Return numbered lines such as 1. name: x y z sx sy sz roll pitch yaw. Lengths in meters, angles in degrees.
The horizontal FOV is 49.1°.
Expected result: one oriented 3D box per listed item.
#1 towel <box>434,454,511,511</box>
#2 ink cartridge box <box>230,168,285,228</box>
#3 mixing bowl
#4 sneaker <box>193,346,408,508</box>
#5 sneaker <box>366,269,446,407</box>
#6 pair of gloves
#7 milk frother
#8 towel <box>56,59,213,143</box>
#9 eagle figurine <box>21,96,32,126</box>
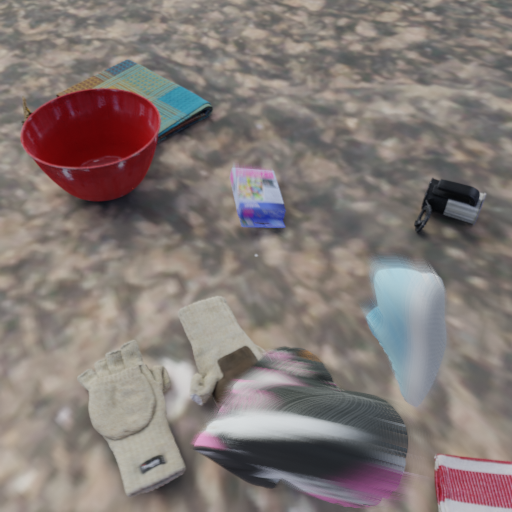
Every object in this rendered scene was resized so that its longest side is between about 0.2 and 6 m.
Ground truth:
1. towel: 2.532 2.923 6.017 1.104 0.174 1.533 5 48 4
2. ink cartridge box: 0.028 -0.973 9.284 0.765 0.269 1.282 2 47 -15
3. mixing bowl: -2.654 -1.733 9.479 2.218 1.201 2.218 0 49 0
4. sneaker: 0.300 1.374 5.199 1.187 2.956 1.276 35 63 -15
5. sneaker: 1.578 0.835 6.009 0.735 1.794 0.663 20 42 36
6. pair of gloves: -0.909 1.650 7.006 2.277 0.399 1.936 -26 56 -20
7. milk frother: 3.107 -0.712 9.036 0.890 0.854 0.946 20 94 17
8. towel: -2.468 -3.088 11.326 2.723 0.295 1.997 34 56 28
9. eagle figurine: -3.882 -2.598 10.669 1.046 0.794 0.789 2 8 -31
